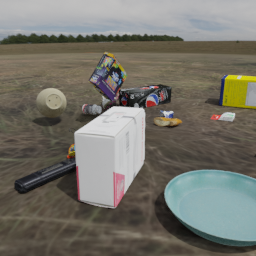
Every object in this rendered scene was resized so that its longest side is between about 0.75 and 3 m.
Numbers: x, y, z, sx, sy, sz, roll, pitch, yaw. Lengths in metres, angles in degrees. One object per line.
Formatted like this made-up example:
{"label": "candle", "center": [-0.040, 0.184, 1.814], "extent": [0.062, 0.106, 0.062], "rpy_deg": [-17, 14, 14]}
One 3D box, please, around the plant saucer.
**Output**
{"label": "plant saucer", "center": [1.966, 1.606, 5.712], "extent": [2.448, 0.440, 2.448], "rpy_deg": [0, 18, 0]}

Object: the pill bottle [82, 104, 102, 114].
{"label": "pill bottle", "center": [-1.601, -0.829, 12.490], "extent": [0.803, 0.445, 0.445], "rpy_deg": [5, 19, 28]}

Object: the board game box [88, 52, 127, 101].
{"label": "board game box", "center": [-0.755, -2.015, 11.239], "extent": [0.463, 1.349, 1.632], "rpy_deg": [23, -9, 26]}

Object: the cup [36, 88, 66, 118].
{"label": "cup", "center": [-2.958, -1.009, 10.997], "extent": [1.199, 1.199, 0.857], "rpy_deg": [-8, 4, -21]}

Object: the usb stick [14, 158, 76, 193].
{"label": "usb stick", "center": [-2.011, 1.171, 7.198], "extent": [0.499, 0.293, 1.800], "rpy_deg": [8, 20, 40]}

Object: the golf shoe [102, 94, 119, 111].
{"label": "golf shoe", "center": [-1.003, -1.461, 13.566], "extent": [0.974, 0.768, 2.115], "rpy_deg": [43, 16, -7]}

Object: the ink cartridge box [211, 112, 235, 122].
{"label": "ink cartridge box", "center": [4.130, -0.518, 12.179], "extent": [0.909, 0.228, 0.732], "rpy_deg": [11, 22, 24]}

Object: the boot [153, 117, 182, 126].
{"label": "boot", "center": [1.607, -0.252, 11.327], "extent": [0.998, 0.351, 0.714], "rpy_deg": [11, 13, 36]}

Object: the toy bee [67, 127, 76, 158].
{"label": "toy bee", "center": [-1.403, 0.710, 8.176], "extent": [0.889, 0.738, 1.358], "rpy_deg": [25, 16, -36]}

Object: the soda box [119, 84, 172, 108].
{"label": "soda box", "center": [0.923, -1.611, 14.280], "extent": [2.766, 0.876, 0.979], "rpy_deg": [-14, 25, -33]}

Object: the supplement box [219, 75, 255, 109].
{"label": "supplement box", "center": [6.046, -1.816, 14.050], "extent": [2.588, 1.409, 1.417], "rpy_deg": [9, 21, 25]}

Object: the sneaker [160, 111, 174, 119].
{"label": "sneaker", "center": [1.714, -0.542, 11.952], "extent": [0.570, 0.399, 0.988], "rpy_deg": [-4, 18, -4]}

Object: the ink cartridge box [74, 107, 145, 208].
{"label": "ink cartridge box", "center": [-0.323, 0.559, 6.823], "extent": [0.951, 1.683, 2.297], "rpy_deg": [6, 19, 17]}
